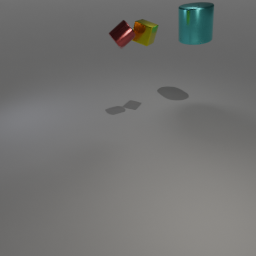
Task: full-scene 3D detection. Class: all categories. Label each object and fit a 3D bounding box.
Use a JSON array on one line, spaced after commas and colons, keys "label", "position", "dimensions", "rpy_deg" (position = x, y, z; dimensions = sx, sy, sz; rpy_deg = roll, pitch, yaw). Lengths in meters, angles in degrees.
[{"label": "cylinder", "position": [-0.195, -3.234, 9.706], "dimensions": [0.700, 0.700, 0.700], "rpy_deg": [-40, 31, 8]}, {"label": "cylinder", "position": [2.787, -4.311, 11.530], "dimensions": [1.400, 1.400, 1.400], "rpy_deg": [-5, 32, 3]}, {"label": "cube", "position": [0.607, -3.503, 10.272], "dimensions": [0.700, 0.700, 0.700], "rpy_deg": [25, 34, 13]}]
